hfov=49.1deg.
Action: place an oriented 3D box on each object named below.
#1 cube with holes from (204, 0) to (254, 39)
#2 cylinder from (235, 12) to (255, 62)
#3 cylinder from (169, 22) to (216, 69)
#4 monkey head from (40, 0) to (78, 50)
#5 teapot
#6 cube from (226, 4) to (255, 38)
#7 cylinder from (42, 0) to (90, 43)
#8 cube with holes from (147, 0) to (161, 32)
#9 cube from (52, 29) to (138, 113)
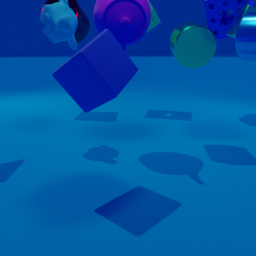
[{"bbox_3d":[3.523,-3.984,9.614,1.327,1.327,1.327,1,35,32],"label":"cube with holes"},{"bbox_3d":[2.489,-1.586,4.888,0.864,0.864,0.864,-13,22,-38],"label":"cylinder"},{"bbox_3d":[1.502,-1.979,6.639,0.944,0.944,0.944,0,25,1],"label":"cylinder"},{"bbox_3d":[-1.486,-2.507,6.640,1.016,1.412,0.851,12,33,33],"label":"monkey head"},{"bbox_3d":[-0.095,-2.462,6.093,1.297,2.087,1.022,0,33,-7],"label":"teapot"},{"bbox_3d":[3.371,-2.827,7.758,0.828,0.828,0.828,21,20,-4],"label":"cube"},{"bbox_3d":[-2.259,-3.996,10.361,1.360,1.360,1.360,3,-2,9],"label":"cylinder"},{"bbox_3d":[0.247,-4.367,10.585,1.311,1.311,1.311,-31,-9,15],"label":"cube with holes"},{"bbox_3d":[-0.504,-0.882,4.432,0.817,0.817,0.817,-21,26,45],"label":"cube"}]
